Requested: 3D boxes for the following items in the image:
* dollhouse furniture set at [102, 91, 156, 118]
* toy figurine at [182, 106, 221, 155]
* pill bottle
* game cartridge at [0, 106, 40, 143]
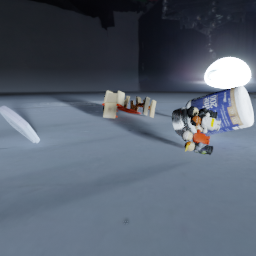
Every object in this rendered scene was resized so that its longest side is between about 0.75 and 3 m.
[{"bbox_3d":[-0.167,-0.716,10.440,1.873,0.965,1.853,6,-4,31],"label":"dollhouse furniture set"},{"bbox_3d":[1.325,0.043,5.220,0.565,0.812,0.799,13,23,6],"label":"toy figurine"},{"bbox_3d":[1.770,-0.288,6.008,1.559,0.865,0.865,-16,-2,35],"label":"pill bottle"},{"bbox_3d":[-2.395,-0.100,6.118,1.021,0.681,0.207,30,69,29],"label":"game cartridge"}]
